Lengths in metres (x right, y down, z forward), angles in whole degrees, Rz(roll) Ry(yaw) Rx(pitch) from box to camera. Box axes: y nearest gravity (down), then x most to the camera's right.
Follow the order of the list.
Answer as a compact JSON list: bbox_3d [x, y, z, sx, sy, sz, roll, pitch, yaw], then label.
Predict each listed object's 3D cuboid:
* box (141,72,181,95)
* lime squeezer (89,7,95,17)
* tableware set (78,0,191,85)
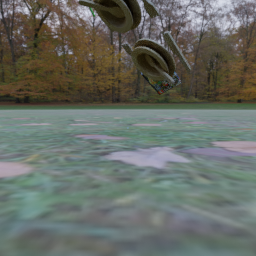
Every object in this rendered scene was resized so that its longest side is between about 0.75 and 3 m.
[{"bbox_3d":[1.537,-2.371,12.949,1.219,0.336,1.785,-29,-40,20],"label":"box"},{"bbox_3d":[-1.559,-4.117,8.789,1.430,0.505,0.270,25,16,-33],"label":"lime squeezer"},{"bbox_3d":[0.122,-2.176,6.852,1.900,0.576,2.874,8,-35,54],"label":"tableware set"}]
